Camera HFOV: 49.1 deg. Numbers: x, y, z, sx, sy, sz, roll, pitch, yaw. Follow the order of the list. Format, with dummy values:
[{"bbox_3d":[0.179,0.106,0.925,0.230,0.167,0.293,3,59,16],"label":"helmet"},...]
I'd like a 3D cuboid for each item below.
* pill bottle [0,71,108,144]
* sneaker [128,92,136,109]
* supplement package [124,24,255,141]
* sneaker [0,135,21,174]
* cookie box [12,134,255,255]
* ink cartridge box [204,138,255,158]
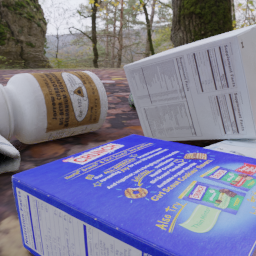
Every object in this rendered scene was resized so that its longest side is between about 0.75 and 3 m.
[{"bbox_3d":[-2.087,-0.500,6.799,2.906,1.662,1.662,-13,19,-40],"label":"pill bottle"},{"bbox_3d":[0.565,-1.050,10.529,1.023,1.117,2.621,25,21,-8],"label":"sneaker"},{"bbox_3d":[1.697,-0.961,6.431,2.603,1.961,1.976,-5,19,41],"label":"supplement package"},{"bbox_3d":[-3.000,0.538,4.174,1.275,1.091,2.928,15,21,32],"label":"sneaker"},{"bbox_3d":[0.416,0.872,2.988,2.474,0.930,2.116,11,18,37],"label":"cookie box"},{"bbox_3d":[2.468,0.575,4.907,1.538,0.454,1.921,-11,13,-38],"label":"ink cartridge box"}]
